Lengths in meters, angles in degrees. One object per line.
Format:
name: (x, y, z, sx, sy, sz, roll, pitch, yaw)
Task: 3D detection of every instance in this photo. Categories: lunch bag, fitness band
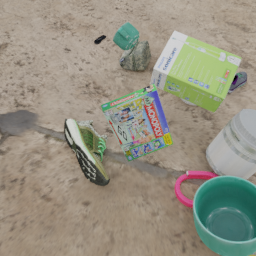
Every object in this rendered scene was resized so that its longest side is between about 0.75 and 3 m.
lunch bag: (0.317, -3.345, 13.019, 1.201, 0.997, 1.432, 0, 47, 22)
fitness band: (2.337, 1.948, 8.877, 1.687, 0.316, 1.212, 2, 50, 2)

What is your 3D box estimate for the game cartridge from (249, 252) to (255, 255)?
game cartridge: (3.591, 3.456, 7.612, 1.443, 0.265, 1.637, 11, 48, 9)

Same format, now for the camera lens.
camera lens: (3.562, 0.610, 8.782, 1.611, 2.014, 1.611, 13, 44, -13)

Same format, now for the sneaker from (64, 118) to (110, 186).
sneaker: (-1.161, 0.615, 9.590, 1.310, 1.137, 2.958, -18, 53, -25)

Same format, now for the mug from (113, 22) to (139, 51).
mug: (-0.043, -2.417, 7.577, 0.502, 0.667, 0.812, 43, 44, 2)

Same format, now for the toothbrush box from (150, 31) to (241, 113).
toothbrush box: (2.072, -1.763, 8.725, 2.254, 0.970, 1.641, 25, 69, 7)

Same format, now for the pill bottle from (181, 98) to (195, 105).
pill bottle: (2.813, -2.381, 11.771, 1.539, 1.539, 2.748, 2, 49, 2)

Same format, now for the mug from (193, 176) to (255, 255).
mug: (2.836, 2.538, 7.372, 1.874, 1.410, 2.281, -32, 47, -16)

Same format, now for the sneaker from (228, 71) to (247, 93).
sneaker: (4.755, -2.146, 12.121, 0.598, 0.703, 1.607, 35, 58, 26)

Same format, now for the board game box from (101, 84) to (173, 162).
board game box: (0.318, -0.052, 7.413, 1.407, 2.092, 0.304, -21, 44, 4)

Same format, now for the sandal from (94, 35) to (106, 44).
sandal: (-1.483, -4.656, 14.607, 0.333, 0.188, 0.877, 24, 53, 19)
